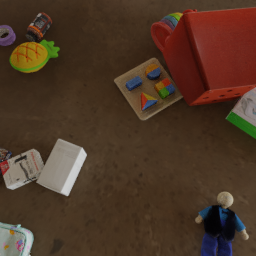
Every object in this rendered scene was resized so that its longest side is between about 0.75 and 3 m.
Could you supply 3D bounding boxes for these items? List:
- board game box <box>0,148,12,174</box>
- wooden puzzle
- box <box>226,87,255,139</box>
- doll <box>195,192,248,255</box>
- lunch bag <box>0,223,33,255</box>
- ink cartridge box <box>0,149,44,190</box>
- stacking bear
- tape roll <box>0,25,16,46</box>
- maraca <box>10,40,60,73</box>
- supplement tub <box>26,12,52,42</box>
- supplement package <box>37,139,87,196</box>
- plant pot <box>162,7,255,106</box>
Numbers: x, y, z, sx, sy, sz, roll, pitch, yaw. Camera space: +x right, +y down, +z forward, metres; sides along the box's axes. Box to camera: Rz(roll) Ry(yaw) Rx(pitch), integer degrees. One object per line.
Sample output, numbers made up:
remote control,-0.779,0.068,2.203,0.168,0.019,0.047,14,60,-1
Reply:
board game box,-5.609,1.154,10.531,1.982,0.343,1.343,20,71,8
wooden puzzle,0.850,-1.712,11.479,2.100,0.525,2.267,-31,73,-11
box,5.066,-0.557,10.896,1.778,0.860,1.569,38,76,14
doll,3.188,3.508,9.510,1.835,0.652,2.690,13,66,4
lunch bag,-4.324,4.002,9.216,2.252,0.868,1.806,12,68,4
ink cartridge box,-3.832,1.504,10.284,1.356,0.568,0.979,-24,72,-8
stacking bear,2.169,-4.440,12.202,2.145,1.302,1.220,-34,73,-20
tape roll,-5.487,-4.109,12.443,0.851,0.361,0.851,0,69,-1
maraca,-3.889,-3.042,11.683,2.064,1.104,1.415,-33,68,-21
supplement tub,-3.970,-4.433,12.393,0.684,0.684,1.279,26,72,9
supplement package,-2.339,1.430,10.083,0.995,0.991,1.695,20,70,9
plant pot,3.244,-2.408,10.545,2.971,2.973,2.620,-8,81,-8
